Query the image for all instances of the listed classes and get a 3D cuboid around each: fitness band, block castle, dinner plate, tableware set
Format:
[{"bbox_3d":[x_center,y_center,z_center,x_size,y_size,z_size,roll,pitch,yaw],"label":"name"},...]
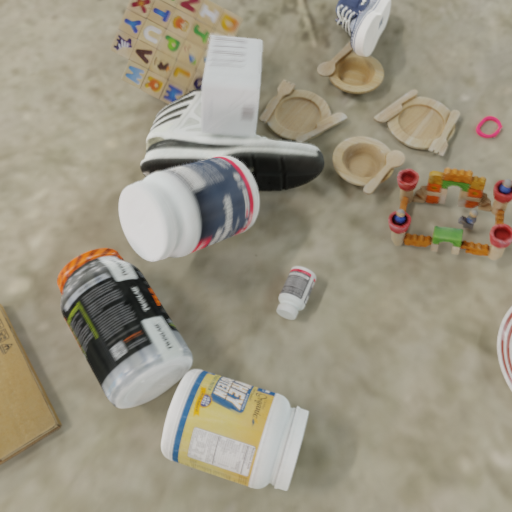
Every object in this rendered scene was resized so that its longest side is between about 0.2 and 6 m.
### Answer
[{"bbox_3d":[4.344,-2.389,10.439,0.390,0.102,0.543,37,67,20],"label":"fitness band"},{"bbox_3d":[3.129,-0.735,8.954,1.859,0.872,1.242,10,61,17],"label":"block castle"},{"bbox_3d":[4.713,1.572,8.249,2.350,0.285,2.350,0,63,-1],"label":"dinner plate"},{"bbox_3d":[1.922,-2.600,10.376,3.298,0.383,2.755,41,69,19],"label":"tableware set"}]

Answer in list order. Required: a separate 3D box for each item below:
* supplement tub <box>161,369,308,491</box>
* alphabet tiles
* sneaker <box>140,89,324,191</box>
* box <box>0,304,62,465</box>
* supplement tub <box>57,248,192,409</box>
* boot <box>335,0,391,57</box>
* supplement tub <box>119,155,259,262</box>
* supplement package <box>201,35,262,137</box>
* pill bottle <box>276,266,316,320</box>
[{"bbox_3d":[-0.262,2.284,7.338,1.687,1.220,1.220,16,63,7],"label":"supplement tub"},{"bbox_3d":[-1.368,-3.780,10.268,2.376,0.075,1.977,26,102,-6],"label":"alphabet tiles"},{"bbox_3d":[-0.375,-2.152,9.659,3.100,1.170,1.784,2,67,3],"label":"sneaker"},{"bbox_3d":[-4.123,2.003,8.040,1.842,0.240,2.254,-31,67,-15],"label":"box"},{"bbox_3d":[-1.930,0.978,7.986,1.282,1.282,2.092,-30,67,-15],"label":"supplement tub"},{"bbox_3d":[1.954,-4.589,11.084,0.981,0.790,2.173,16,41,15],"label":"boot"},{"bbox_3d":[-0.962,-0.721,8.317,1.810,1.270,1.270,-25,62,-40],"label":"supplement tub"},{"bbox_3d":[-0.387,-2.828,9.233,0.887,0.921,1.619,5,48,-2],"label":"supplement package"},{"bbox_3d":[0.606,0.583,8.682,0.429,0.429,0.774,21,64,11],"label":"pill bottle"}]
